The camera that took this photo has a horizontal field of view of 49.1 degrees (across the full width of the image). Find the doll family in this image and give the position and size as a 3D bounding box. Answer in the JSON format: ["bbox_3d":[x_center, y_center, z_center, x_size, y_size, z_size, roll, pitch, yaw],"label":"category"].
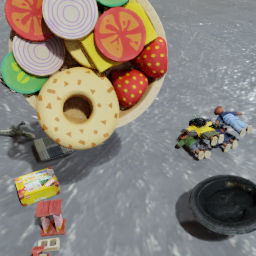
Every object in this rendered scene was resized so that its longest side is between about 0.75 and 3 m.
[{"bbox_3d":[2.289,0.037,7.614,2.106,0.827,1.218,-10,32,-23],"label":"doll family"}]

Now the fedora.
[{"bbox_3d":[1.928,1.588,5.402,1.490,0.681,1.490,-5,37,4],"label":"fedora"}]

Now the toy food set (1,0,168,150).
[{"bbox_3d":[-0.698,-1.323,5.025,2.985,2.954,0.726,-34,13,-4],"label":"toy food set"}]

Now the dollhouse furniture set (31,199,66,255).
[{"bbox_3d":[-1.390,1.925,4.993,0.472,0.625,1.161,-5,35,-7],"label":"dollhouse furniture set"}]

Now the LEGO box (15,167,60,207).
[{"bbox_3d":[-1.991,1.275,6.179,0.829,0.320,0.617,-17,38,-23],"label":"LEGO box"}]

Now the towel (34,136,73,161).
[{"bbox_3d":[-1.998,0.493,7.491,0.877,0.157,0.911,-18,41,-19],"label":"towel"}]

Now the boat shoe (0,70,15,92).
[{"bbox_3d":[-4.434,-1.972,10.568,0.695,0.600,1.912,-23,41,-29],"label":"boat shoe"}]

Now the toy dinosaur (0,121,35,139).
[{"bbox_3d":[-3.211,0.074,7.953,1.246,0.296,0.549,1,41,7],"label":"toy dinosaur"}]
